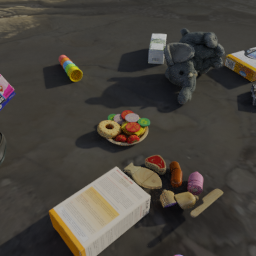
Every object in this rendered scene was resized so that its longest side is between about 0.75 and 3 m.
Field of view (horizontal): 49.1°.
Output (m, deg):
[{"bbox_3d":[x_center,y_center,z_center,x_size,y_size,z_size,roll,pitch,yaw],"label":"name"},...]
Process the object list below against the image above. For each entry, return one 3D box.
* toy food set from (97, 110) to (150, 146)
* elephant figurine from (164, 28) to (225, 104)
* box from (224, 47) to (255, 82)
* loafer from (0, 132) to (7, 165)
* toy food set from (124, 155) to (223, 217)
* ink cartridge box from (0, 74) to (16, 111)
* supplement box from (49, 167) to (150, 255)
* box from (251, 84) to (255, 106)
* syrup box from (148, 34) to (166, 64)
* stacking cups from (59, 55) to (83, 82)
[{"bbox_3d":[-0.099,-0.024,9.225,1.562,0.380,1.546,22,45,25],"label":"toy food set"},{"bbox_3d":[2.241,-2.564,11.217,2.902,2.053,2.251,-37,22,-15],"label":"elephant figurine"},{"bbox_3d":[5.978,-2.991,12.558,2.819,0.585,1.678,-17,44,-22],"label":"box"},{"bbox_3d":[-4.161,0.837,7.666,0.988,0.981,2.715,6,36,0],"label":"loafer"},{"bbox_3d":[1.195,1.466,7.556,1.543,0.382,2.427,-27,40,-29],"label":"toy food set"},{"bbox_3d":[-3.258,-0.955,6.835,0.258,1.391,0.659,29,72,21],"label":"ink cartridge box"},{"bbox_3d":[-0.622,1.980,6.613,2.023,0.744,1.275,-30,49,-30],"label":"supplement box"},{"bbox_3d":[5.417,-1.188,10.615,1.320,0.328,1.041,8,41,9],"label":"box"},{"bbox_3d":[1.406,-3.794,13.331,0.707,0.731,1.796,6,41,6],"label":"syrup box"},{"bbox_3d":[-2.608,-2.646,12.191,0.576,0.576,1.904,-21,42,-23],"label":"stacking cups"}]
